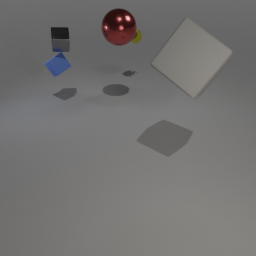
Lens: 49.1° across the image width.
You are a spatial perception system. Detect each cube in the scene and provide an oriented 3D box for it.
[{"bbox_3d":[-2.757,-3.599,11.410,0.700,0.700,0.700,-4,64,-15],"label":"cube"},{"bbox_3d":[1.663,-1.720,7.281,1.400,1.400,1.400,41,15,10],"label":"cube"},{"bbox_3d":[-3.017,-2.712,12.023,0.700,0.700,0.700,-45,22,-24],"label":"cube"}]

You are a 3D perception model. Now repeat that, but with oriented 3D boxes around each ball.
[{"bbox_3d":[-0.356,-3.989,11.116,1.400,1.400,1.400,0,30,0],"label":"ball"}]

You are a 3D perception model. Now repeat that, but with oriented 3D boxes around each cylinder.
[{"bbox_3d":[0.275,-4.687,14.104,0.700,0.700,0.700,12,8,20],"label":"cylinder"}]
